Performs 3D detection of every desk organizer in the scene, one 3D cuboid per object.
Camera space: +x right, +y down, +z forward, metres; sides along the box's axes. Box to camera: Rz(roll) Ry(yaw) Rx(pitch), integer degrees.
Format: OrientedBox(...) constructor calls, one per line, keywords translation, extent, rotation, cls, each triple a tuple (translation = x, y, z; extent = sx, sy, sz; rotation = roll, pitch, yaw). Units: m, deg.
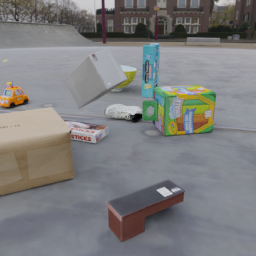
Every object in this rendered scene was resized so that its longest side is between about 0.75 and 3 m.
OrientedBox(translation=(0.375, 1.581, 5.516), extent=(1.529, 0.589, 0.548), rotation=(-13, 24, -30), cls="desk organizer")

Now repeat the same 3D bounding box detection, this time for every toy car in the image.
OrientedBox(translation=(-6.063, -1.802, 14.004), extent=(1.447, 0.981, 2.949), rotation=(-16, 27, -37), cls="toy car")

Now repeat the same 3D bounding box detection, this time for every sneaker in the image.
OrientedBox(translation=(-0.129, -0.591, 11.300), extent=(1.583, 0.597, 0.911), rotation=(-2, 19, -11), cls="sneaker")

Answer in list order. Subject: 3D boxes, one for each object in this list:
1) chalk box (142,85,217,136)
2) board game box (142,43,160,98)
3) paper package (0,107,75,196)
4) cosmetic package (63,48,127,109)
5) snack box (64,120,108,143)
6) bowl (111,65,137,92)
OrientedBox(translation=(1.742, -0.673, 10.274), extent=(2.413, 1.506, 1.496), rotation=(-5, 21, -11), cls="chalk box")
OrientedBox(translation=(1.258, -3.198, 15.338), extent=(0.621, 2.646, 1.997), rotation=(6, 21, 14), cls="board game box")
OrientedBox(translation=(-2.969, 0.495, 7.322), extent=(2.633, 1.362, 2.509), rotation=(-11, 23, -24), cls="paper package")
OrientedBox(translation=(-1.084, -1.488, 8.738), extent=(0.950, 1.125, 2.106), rotation=(-33, 8, -38), cls="cosmetic package")
OrientedBox(translation=(-2.150, 0.044, 9.971), extent=(2.765, 0.336, 0.994), rotation=(8, 22, 20), cls="snack box")
OrientedBox(translation=(-0.769, -2.859, 16.199), extent=(2.466, 1.327, 2.466), rotation=(5, 20, -2), cls="bowl")
